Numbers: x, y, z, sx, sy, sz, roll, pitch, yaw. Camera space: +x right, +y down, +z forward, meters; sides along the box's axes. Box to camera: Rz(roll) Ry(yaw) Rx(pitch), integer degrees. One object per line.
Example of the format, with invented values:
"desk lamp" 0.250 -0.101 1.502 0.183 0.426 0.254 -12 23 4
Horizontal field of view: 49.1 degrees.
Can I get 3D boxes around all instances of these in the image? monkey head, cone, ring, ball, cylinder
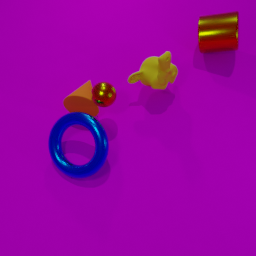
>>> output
"monkey head" 0.834 -1.777 8.157 1.705 1.227 1.028 -37 56 -20
"cone" -1.255 -1.028 8.305 1.054 1.054 1.058 9 58 4
"ring" -1.338 0.455 7.443 1.784 0.357 1.784 1 93 20
"ball" -0.656 -0.905 7.577 0.702 0.702 0.702 0 64 0
"cylinder" 2.923 -3.050 8.997 1.185 1.185 1.185 1 62 22
